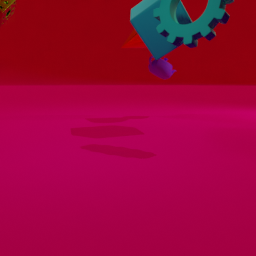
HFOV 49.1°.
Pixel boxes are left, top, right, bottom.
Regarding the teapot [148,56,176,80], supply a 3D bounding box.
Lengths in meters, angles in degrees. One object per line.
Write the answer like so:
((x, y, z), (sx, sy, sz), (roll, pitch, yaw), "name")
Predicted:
((1.358, -2.375, 11.023), (1.553, 0.760, 0.965), (23, 8, -40), "teapot")

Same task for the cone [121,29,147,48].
((0.412, -3.327, 10.395), (1.516, 1.510, 1.510), (-24, 3, 15), "cone")

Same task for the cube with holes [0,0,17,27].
((-4.362, -4.114, 9.357), (0.831, 0.831, 0.831), (35, -30, -15), "cube with holes")

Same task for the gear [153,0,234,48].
((1.287, -2.481, 5.704), (1.606, 1.606, 0.297), (7, 2, 37), "gear")

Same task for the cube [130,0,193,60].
((0.983, -3.034, 7.962), (1.349, 1.349, 1.349), (-29, 29, 20), "cube")
